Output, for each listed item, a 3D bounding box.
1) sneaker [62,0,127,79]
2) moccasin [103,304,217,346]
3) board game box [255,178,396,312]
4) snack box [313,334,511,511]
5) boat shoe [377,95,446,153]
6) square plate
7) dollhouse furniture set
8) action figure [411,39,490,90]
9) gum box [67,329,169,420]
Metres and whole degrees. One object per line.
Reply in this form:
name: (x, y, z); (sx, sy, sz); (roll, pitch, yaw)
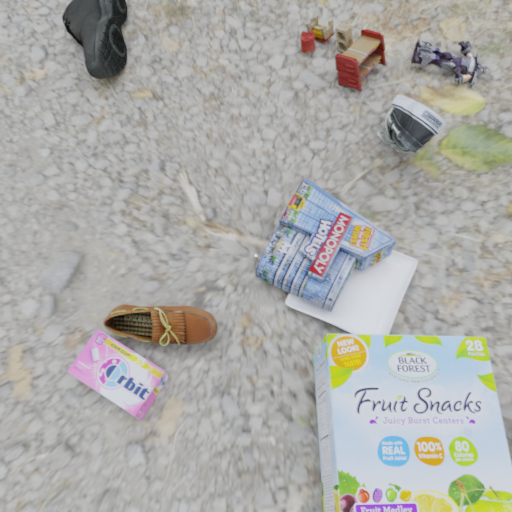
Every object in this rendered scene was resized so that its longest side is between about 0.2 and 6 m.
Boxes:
sneaker: (-3.520, -4.857, 12.093); (1.307, 1.093, 2.879); (-9, 58, 6)
moccasin: (-1.558, 1.112, 9.104); (1.886, 0.728, 0.690); (9, 101, 12)
board game box: (1.280, -0.134, 9.683); (1.952, 0.602, 1.953); (24, 66, 13)
snack box: (2.251, 2.738, 8.211); (2.586, 1.038, 3.067); (1, 63, -8)
boat shoe: (2.799, -2.339, 10.371); (0.934, 2.531, 0.864); (35, 107, -10)
square plate: (1.682, 0.493, 9.846); (1.815, 0.258, 1.798); (24, 66, 12)
dollhouse furniture set: (1.734, -4.371, 12.019); (1.883, 0.766, 1.014); (32, 68, 33)
action figure: (4.154, -4.120, 11.895); (1.645, 0.571, 1.070); (16, 60, 4)
gum box: (-2.247, 1.900, 9.061); (1.438, 0.476, 0.816); (28, 69, 13)
